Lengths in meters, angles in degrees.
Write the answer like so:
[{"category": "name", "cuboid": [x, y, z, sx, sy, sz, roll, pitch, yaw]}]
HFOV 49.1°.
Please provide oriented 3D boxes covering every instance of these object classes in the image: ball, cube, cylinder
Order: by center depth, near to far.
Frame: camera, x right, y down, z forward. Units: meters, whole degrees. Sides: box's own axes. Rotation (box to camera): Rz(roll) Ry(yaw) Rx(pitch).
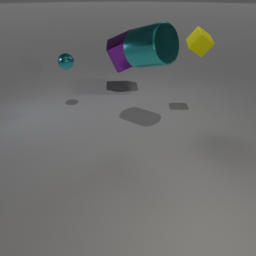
[{"category": "cylinder", "cuboid": [0.811, -2.816, 9.655, 1.400, 1.400, 1.400, 7, 24, 46]}, {"category": "cube", "cuboid": [2.757, -3.301, 10.748, 0.700, 0.700, 0.700, 26, 39, -24]}, {"category": "ball", "cuboid": [-2.695, -2.878, 12.147, 0.700, 0.700, 0.700, 0, 28, 0]}, {"category": "cube", "cuboid": [-0.187, -3.966, 14.468, 1.400, 1.400, 1.400, -20, 35, 13]}]
